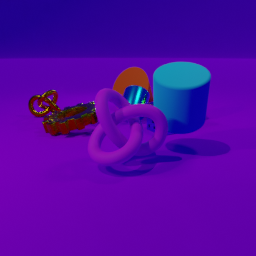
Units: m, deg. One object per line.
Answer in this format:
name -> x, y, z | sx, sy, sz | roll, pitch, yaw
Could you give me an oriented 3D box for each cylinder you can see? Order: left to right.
cylinder -> 0.196, -0.762, 8.631 | 0.809, 0.809, 0.809 | 5, 60, 19
cylinder -> 1.082, -0.627, 5.778 | 1.104, 1.104, 1.104 | -3, 38, 2

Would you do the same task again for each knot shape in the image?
knot shape -> -2.740, -0.753, 9.152 | 1.053, 1.125, 0.520 | -9, 48, 2
knot shape -> -0.118, -0.101, 5.225 | 1.547, 1.448, 0.715 | -21, -13, -19

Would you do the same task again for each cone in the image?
cone -> 0.533, -1.222, 10.381 | 1.599, 1.599, 1.605 | 13, -2, 39

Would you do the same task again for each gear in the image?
gear -> -1.501, -0.300, 7.718 | 1.657, 0.307, 1.657 | -12, 20, 5

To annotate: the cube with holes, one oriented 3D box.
cube with holes -> 1.028, -0.296, 7.579 | 0.758, 0.758, 0.758 | -8, 17, -27
